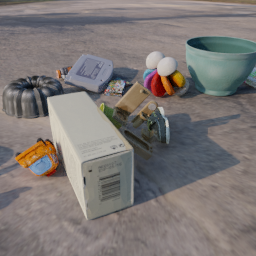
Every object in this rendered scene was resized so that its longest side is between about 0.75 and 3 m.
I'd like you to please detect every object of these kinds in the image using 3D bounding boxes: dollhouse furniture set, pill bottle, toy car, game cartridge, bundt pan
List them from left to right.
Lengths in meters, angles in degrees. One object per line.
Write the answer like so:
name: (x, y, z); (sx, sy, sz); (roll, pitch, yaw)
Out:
toy car: (-2.635, 1.174, 6.342); (2.527, 1.239, 0.841); (-35, 87, -21)
bundt pan: (-3.332, -1.225, 9.919); (2.297, 0.862, 2.297); (1, 31, 0)
pill bottle: (-2.624, -2.423, 12.280); (0.981, 0.521, 0.521); (-15, 34, -23)
game cartridge: (-1.479, -2.298, 11.683); (1.607, 0.494, 2.415); (13, 39, 3)
dollhouse furniture set: (0.346, -0.184, 6.786); (1.178, 1.009, 1.239); (34, 30, -18)
toy car: (1.277, -1.855, 10.659); (1.402, 1.637, 1.870); (-44, 40, 0)

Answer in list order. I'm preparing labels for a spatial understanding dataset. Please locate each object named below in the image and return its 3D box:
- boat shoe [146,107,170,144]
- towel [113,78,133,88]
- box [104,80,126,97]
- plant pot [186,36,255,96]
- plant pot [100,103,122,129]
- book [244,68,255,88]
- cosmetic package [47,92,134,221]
boat shoe: (0.830, -0.089, 8.181); (0.582, 0.696, 1.947); (-1, 24, -2)
towel: (-0.346, -1.888, 11.780); (0.671, 0.099, 0.915); (-27, 40, -36)
box: (-0.485, -1.584, 11.080); (0.688, 0.190, 1.007); (5, 36, 8)
plant pot: (3.537, -2.361, 10.887); (2.727, 1.827, 2.727); (0, 30, 0)
plant pot: (-0.525, -0.292, 8.451); (0.710, 0.772, 0.772); (15, 27, -18)
book: (5.690, -1.916, 11.584); (1.291, 0.465, 1.933); (-17, 36, -20)
cosmetic package: (-0.961, 0.432, 6.439); (1.084, 1.536, 2.966); (-13, 34, -21)
